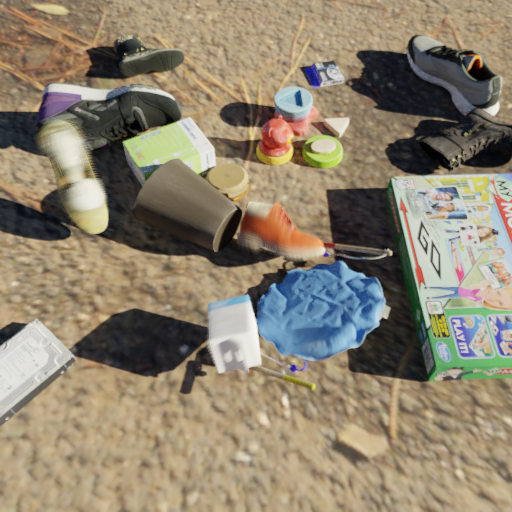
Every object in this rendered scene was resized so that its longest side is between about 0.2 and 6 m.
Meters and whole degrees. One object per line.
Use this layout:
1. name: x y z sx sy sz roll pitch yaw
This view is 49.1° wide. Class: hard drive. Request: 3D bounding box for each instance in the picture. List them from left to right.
1. hard drive: -4.254 2.048 10.028 1.173 0.318 1.678 37 61 23

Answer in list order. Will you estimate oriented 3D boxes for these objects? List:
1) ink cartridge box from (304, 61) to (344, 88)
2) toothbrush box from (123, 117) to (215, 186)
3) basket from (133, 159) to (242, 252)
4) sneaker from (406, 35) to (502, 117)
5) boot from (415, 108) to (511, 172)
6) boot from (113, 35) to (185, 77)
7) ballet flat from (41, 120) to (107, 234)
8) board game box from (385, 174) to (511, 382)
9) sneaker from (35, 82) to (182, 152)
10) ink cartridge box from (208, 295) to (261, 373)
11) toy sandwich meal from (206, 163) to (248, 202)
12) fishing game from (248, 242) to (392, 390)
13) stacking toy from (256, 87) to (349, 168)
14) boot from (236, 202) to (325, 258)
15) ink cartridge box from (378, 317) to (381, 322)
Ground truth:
1. ink cartridge box: 1.824 -4.908 15.100 0.854 0.185 0.846 -12 56 -7
2. toothbrush box: -1.980 -2.279 12.858 1.732 0.746 1.261 -26 58 -17
3. basket: -1.309 -0.977 11.679 1.837 1.249 1.656 30 62 16
4. sneaker: 5.146 -4.901 14.434 1.190 1.276 3.219 -26 57 -15
5. boot: 5.109 -2.482 13.084 1.936 0.770 2.223 -33 52 -19
6. boot: -2.974 -5.597 15.316 1.793 0.647 1.354 -17 54 -12
7. ballet flat: -3.604 -1.597 11.224 0.845 0.845 2.392 -23 93 -16
8. board game box: 4.479 0.223 11.129 3.035 0.657 4.510 -2 54 -1
9. sneaker: -3.491 -3.105 13.360 3.467 1.313 1.518 3 68 7
10. ink cartridge box: -0.381 1.382 9.652 0.752 0.771 1.200 -12 31 3
11. toy sandwich meal: -0.623 -1.674 12.697 1.052 0.360 1.052 -1 51 1
12. fishing game: 1.201 1.011 10.332 2.455 0.533 3.428 7 46 32
13. stacking toy: 1.181 -3.155 13.369 2.027 0.946 2.240 13 56 9
14. boot: 0.536 -0.526 11.155 1.808 0.969 0.678 14 15 12
15. ink cartridge box: 1.730 1.014 10.672 1.094 0.454 0.802 -9 55 -6
